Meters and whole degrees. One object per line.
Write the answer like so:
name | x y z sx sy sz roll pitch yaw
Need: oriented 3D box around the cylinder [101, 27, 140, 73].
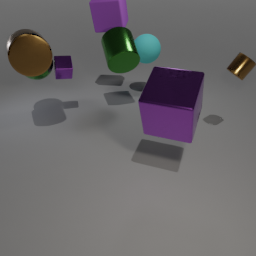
cylinder | -0.324 -3.293 11.918 1.400 1.400 1.400 -9 65 -15

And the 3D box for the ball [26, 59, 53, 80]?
ball | -3.782 -2.680 11.475 1.400 1.400 1.400 0 29 0

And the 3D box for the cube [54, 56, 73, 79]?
cube | -2.708 -2.525 11.698 0.700 0.700 0.700 -6 65 -17

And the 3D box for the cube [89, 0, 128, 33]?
cube | -0.847 -5.436 13.104 1.400 1.400 1.400 0 41 12

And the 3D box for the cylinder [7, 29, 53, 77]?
cylinder | -3.425 -2.629 9.710 1.400 1.400 1.400 -11 28 -19

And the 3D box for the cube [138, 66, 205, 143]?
cube | 1.219 -0.641 7.658 1.400 1.400 1.400 11 55 19

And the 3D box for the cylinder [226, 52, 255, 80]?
cylinder | 3.923 -2.131 9.717 0.700 0.700 0.700 33 19 -13

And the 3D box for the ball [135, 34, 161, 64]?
ball | 0.900 -3.870 13.709 1.400 1.400 1.400 0 29 0
